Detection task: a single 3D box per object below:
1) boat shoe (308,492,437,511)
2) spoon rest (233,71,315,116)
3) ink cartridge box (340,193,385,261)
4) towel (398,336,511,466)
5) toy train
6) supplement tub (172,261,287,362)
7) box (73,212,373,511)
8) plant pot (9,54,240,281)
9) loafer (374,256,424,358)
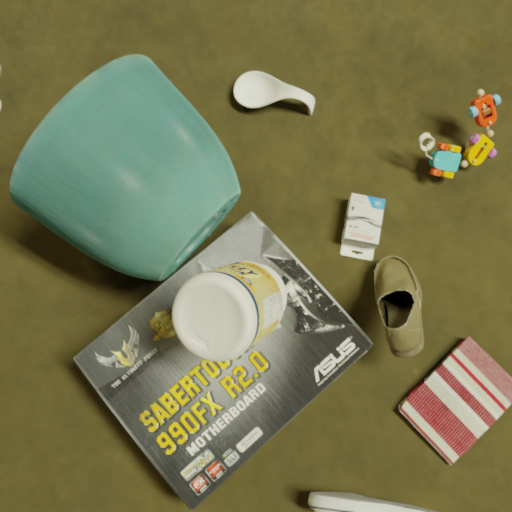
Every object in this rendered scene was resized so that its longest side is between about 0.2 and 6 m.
[{"bbox_3d":[1.980,4.462,9.236,2.334,0.828,0.815,12,74,-4],"label":"boat shoe"},{"bbox_3d":[0.364,-3.247,11.226,1.658,0.502,0.824,13,77,2],"label":"spoon rest"},{"bbox_3d":[2.017,-0.547,10.628,0.666,0.384,1.151,11,77,3],"label":"ink cartridge box"},{"bbox_3d":[3.627,2.555,9.981,1.890,0.215,1.361,-42,82,-8],"label":"towel"},{"bbox_3d":[3.901,-2.296,10.761,1.785,0.496,1.341,-31,112,-2],"label":"toy train"},{"bbox_3d":[-0.320,0.760,8.438,1.278,1.770,1.278,3,98,21],"label":"supplement tub"},{"bbox_3d":[-0.539,1.700,9.772,4.033,0.975,3.194,-39,80,-9],"label":"box"},{"bbox_3d":[-1.874,-1.185,9.430,2.644,3.294,3.294,41,80,0],"label":"plant pot"},{"bbox_3d":[2.476,0.726,9.696,0.797,0.707,2.097,-15,44,15],"label":"loafer"}]
